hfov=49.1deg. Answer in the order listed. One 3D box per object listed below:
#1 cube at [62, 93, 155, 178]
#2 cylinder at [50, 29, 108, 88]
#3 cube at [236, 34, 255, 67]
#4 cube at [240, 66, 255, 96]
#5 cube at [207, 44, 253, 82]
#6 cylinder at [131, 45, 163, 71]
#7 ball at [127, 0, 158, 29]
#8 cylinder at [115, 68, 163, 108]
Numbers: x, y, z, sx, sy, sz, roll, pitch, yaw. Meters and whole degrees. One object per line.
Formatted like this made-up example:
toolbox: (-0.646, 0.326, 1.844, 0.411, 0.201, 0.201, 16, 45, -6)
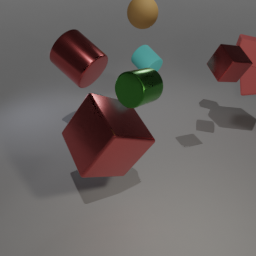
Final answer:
cube: (-0.499, 0.218, 6.790, 1.400, 1.400, 1.400, 8, 41, -46)
cylinder: (-1.627, -2.296, 9.363, 1.400, 1.400, 1.400, 42, 41, 7)
cube: (3.578, -2.305, 8.323, 0.700, 0.700, 0.700, 16, 32, 8)
cube: (4.813, -1.958, 10.122, 1.400, 1.400, 1.400, -2, 8, 24)
cube: (2.664, -1.699, 7.400, 0.700, 0.700, 0.700, -3, 55, -26)
cylinder: (0.571, -2.032, 8.504, 0.700, 0.700, 0.700, -25, 66, -36)
ball: (0.656, -5.166, 12.534, 1.400, 1.400, 1.400, 0, 30, 0)
cylinder: (0.222, -0.795, 5.497, 0.700, 0.700, 0.700, 21, 28, 33)
